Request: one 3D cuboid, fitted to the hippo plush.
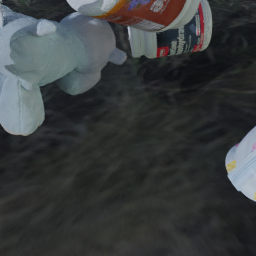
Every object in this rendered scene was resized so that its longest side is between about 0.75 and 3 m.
[{"bbox_3d":[-1.447,-1.523,4.901,2.250,2.825,2.272,48,47,11],"label":"hippo plush"}]

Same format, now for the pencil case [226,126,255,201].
[{"bbox_3d":[2.151,0.021,3.311,1.110,2.448,1.018,-32,68,-30],"label":"pencil case"}]

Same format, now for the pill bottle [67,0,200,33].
[{"bbox_3d":[0.212,-2.283,4.480,1.318,1.318,2.349,30,25,32],"label":"pill bottle"}]

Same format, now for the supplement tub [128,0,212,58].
[{"bbox_3d":[1.097,-2.758,7.756,2.110,1.481,1.481,-9,39,0],"label":"supplement tub"}]
